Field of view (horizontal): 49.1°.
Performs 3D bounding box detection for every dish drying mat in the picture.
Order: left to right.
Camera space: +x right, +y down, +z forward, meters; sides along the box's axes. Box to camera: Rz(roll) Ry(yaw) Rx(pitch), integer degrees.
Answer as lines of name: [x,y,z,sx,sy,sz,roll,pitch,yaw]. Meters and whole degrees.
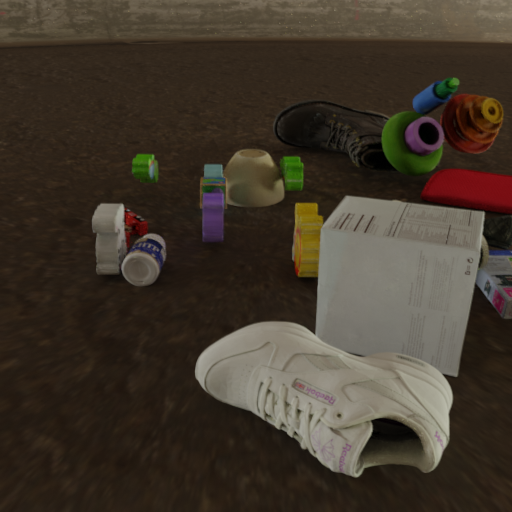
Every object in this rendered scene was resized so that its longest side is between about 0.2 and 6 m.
dish drying mat: [5.421,-1.069,10.447,4.283,0.390,1.645,14,30,25]

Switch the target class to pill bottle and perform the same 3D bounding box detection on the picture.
pill bottle: [-1.580,0.024,8.073,0.513,0.513,0.856,1,26,2]

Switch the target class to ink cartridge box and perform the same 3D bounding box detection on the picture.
ink cartridge box: [3.589,0.300,7.730,1.018,0.358,1.705,0,24,-1]

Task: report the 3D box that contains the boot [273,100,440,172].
boot: [2.173,-2.714,12.925,3.453,1.196,3.006,2,25,-2]

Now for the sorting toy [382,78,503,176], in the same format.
sorting toy: [3.923,-2.753,11.410,2.751,1.653,1.129,-21,-2,-20]

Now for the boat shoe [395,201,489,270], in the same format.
boat shoe: [2.361,-0.265,8.292,0.713,0.853,2.387,-13,21,-20]

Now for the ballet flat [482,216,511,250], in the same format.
ballet flat: [3.443,-0.473,8.829,0.577,0.494,1.737,18,5,-21]

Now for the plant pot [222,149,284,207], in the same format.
plant pot: [-0.083,-1.587,10.958,1.299,0.872,1.299,1,27,-1]

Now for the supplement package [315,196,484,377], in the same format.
supplement package: [1.618,0.274,6.386,1.597,1.527,1.174,10,28,20]

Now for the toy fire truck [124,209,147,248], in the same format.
toy fire truck: [-2.207,-0.473,9.325,0.704,0.243,0.999,-17,36,-40]

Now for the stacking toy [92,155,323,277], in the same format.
stacking toy: [-0.699,-0.847,9.486,3.184,0.992,4.223,1,24,-2]

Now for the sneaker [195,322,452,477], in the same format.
sneaker: [0.532,1.278,5.050,2.414,0.904,1.202,7,27,14]
